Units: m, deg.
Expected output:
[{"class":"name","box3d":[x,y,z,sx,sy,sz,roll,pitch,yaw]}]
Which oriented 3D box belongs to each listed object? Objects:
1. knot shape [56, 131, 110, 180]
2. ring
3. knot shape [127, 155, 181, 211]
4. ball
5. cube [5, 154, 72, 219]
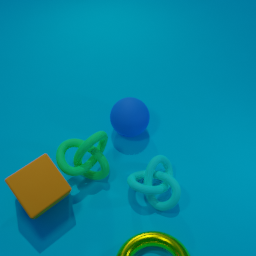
[{"class":"knot shape","box3d":[-1.036,0.835,7.378,1.482,1.387,0.685,-28,29,-11]},{"class":"ring","box3d":[0.544,2.990,6.076,1.723,0.345,1.723,-4,31,3]},{"class":"knot shape","box3d":[0.793,1.495,7.292,1.415,0.654,1.324,-25,66,-23]},{"class":"ball","box3d":[0.054,-0.326,8.360,1.185,1.185,1.185,0,53,0]},{"class":"cube","box3d":[-2.167,1.461,6.883,1.086,1.086,1.086,-35,83,-23]}]
